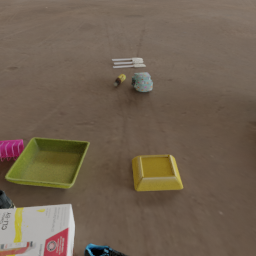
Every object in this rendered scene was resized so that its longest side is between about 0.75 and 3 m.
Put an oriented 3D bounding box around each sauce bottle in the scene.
[{"bbox_3d":[-0.423,-2.401,14.057,0.335,0.335,1.034,12,39,17],"label":"sauce bottle"}]

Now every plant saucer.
[{"bbox_3d":[0.877,1.286,8.670,1.437,0.348,1.436,-2,34,-3],"label":"plant saucer"},{"bbox_3d":[-2.393,1.140,8.752,2.031,0.487,2.033,4,34,6],"label":"plant saucer"}]

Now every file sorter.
[{"bbox_3d":[-3.879,0.760,9.122,0.829,0.576,0.520,-4,19,-6],"label":"file sorter"}]

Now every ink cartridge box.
[{"bbox_3d":[-2.300,2.602,6.298,2.036,0.849,1.478,-3,35,-5],"label":"ink cartridge box"}]

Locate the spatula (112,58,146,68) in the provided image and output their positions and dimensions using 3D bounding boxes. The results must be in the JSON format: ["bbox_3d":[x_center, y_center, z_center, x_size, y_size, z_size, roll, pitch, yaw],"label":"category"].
[{"bbox_3d":[0.000,-3.769,16.233,1.863,0.150,1.295,-5,40,-6],"label":"spatula"}]

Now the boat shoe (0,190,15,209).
[{"bbox_3d":[-4.294,1.787,7.452,2.682,0.889,1.002,13,37,19],"label":"boat shoe"}]

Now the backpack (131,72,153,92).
[{"bbox_3d":[0.710,-2.180,13.351,0.903,0.788,1.028,-7,43,-19],"label":"backpack"}]

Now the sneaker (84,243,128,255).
[{"bbox_3d":[-0.343,2.907,6.132,1.347,0.552,0.493,7,35,9],"label":"sneaker"}]
